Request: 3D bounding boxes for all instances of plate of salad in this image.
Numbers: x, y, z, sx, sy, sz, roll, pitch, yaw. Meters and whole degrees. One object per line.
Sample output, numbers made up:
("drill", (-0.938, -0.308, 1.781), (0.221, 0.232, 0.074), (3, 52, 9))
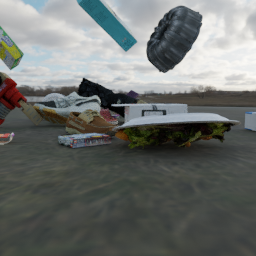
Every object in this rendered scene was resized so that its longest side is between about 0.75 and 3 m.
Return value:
("plate of salad", (0.965, 0.106, 5.822), (2.596, 0.623, 2.596), (-2, -5, 0))

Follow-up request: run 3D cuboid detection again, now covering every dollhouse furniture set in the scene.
("dollhouse furniture set", (0.624, -0.777, 17.479), (2.421, 1.918, 1.718), (34, -15, 39))

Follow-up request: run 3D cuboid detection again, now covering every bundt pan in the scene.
("bundt pan", (1.463, -3.222, 9.927), (0.918, 2.446, 2.446), (26, -4, -20))

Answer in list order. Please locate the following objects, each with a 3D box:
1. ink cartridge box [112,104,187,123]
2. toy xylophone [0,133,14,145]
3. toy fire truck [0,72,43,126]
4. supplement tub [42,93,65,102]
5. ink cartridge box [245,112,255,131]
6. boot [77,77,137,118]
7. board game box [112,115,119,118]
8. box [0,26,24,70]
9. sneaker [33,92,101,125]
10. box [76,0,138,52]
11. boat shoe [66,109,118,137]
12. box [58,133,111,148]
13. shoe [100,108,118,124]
("ink cartridge box", (0.697, -0.441, 10.128), (2.533, 0.859, 1.469), (-1, 5, -7))
("toy xylophone", (-3.030, 0.249, 6.333), (0.859, 0.216, 0.629), (-3, 6, -23))
("toy fire truck", (-4.447, -0.671, 10.268), (2.242, 1.973, 1.442), (42, 1, -6))
("supplement tub", (-3.720, -1.119, 14.613), (1.355, 1.355, 1.931), (-1, 6, -8))
("ink cartridge box", (4.710, -0.209, 9.087), (1.437, 0.617, 1.052), (-1, 5, -1))
("boot", (-0.866, -1.223, 12.299), (2.381, 1.075, 2.905), (21, -1, 4))
("board game box", (-0.861, -0.700, 16.693), (0.677, 0.182, 1.128), (4, 5, -5))
("box", (-4.250, -2.846, 9.231), (0.417, 1.724, 1.012), (-48, 15, -31))
("sneaker", (-2.333, -0.824, 10.987), (2.754, 1.207, 1.041), (7, -26, 13))
("box", (-0.497, -2.603, 6.664), (1.697, 0.417, 0.698), (35, 23, -42))
("boat shoe", (-1.066, -0.139, 7.581), (2.024, 0.747, 0.766), (5, 8, 44))
("box", (-0.956, 0.267, 6.239), (0.986, 0.197, 0.675), (-4, 7, -39))
("shoe", (-0.832, -0.488, 11.584), (0.537, 0.684, 1.504), (2, 6, 22))
